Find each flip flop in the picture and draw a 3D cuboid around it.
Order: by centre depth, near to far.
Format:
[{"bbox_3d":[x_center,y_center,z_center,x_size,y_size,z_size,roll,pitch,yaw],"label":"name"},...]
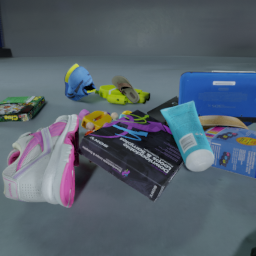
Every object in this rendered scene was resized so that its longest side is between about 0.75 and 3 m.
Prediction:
[{"bbox_3d":[-0.114,-1.603,11.518,1.440,0.584,0.415,49,21,8],"label":"flip flop"}]

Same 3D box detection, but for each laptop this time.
[{"bbox_3d":[1.916,-0.324,9.718,2.014,1.167,1.886,-28,17,4],"label":"laptop"}]

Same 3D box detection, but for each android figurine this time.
[{"bbox_3d":[-0.275,-1.510,12.567,2.418,0.497,2.201,10,19,13],"label":"android figurine"}]

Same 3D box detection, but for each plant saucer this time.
[{"bbox_3d":[2.228,-0.058,7.298,1.702,0.301,1.702,3,-10,1],"label":"plant saucer"}]

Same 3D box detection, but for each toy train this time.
[{"bbox_3d":[-0.278,0.283,7.006,2.520,0.701,1.893,-4,38,-40],"label":"toy train"}]

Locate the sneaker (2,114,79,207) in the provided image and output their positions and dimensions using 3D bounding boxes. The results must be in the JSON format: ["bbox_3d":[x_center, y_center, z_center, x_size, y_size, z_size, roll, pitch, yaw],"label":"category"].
[{"bbox_3d":[-1.627,0.452,5.517,1.260,1.162,2.856,0,17,-6],"label":"sneaker"}]

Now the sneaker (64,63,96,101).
[{"bbox_3d":[-1.925,-1.569,11.558,1.109,0.932,2.829,37,-17,1],"label":"sneaker"}]

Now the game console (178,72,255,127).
[{"bbox_3d":[2.523,-0.715,8.017,2.246,1.917,1.329,2,20,5],"label":"game console"}]

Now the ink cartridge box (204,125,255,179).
[{"bbox_3d":[2.601,0.506,6.179,1.802,0.688,1.230,15,23,35],"label":"ink cartridge box"}]

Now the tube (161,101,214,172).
[{"bbox_3d":[1.288,0.022,6.171,0.846,0.550,2.184,-12,34,4],"label":"tube"}]

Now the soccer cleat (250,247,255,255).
[{"bbox_3d":[1.581,1.627,3.133,1.427,0.482,0.578,-15,4,-39],"label":"soccer cleat"}]

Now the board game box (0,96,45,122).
[{"bbox_3d":[-4.274,-0.793,10.824,1.572,0.352,3.000,-4,18,-4],"label":"board game box"}]

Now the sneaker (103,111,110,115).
[{"bbox_3d":[-0.822,-0.214,8.928,0.473,0.430,1.070,15,27,23],"label":"sneaker"}]

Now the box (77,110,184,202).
[{"bbox_3d":[0.345,0.399,5.963,1.747,0.441,2.444,29,28,16],"label":"box"}]
